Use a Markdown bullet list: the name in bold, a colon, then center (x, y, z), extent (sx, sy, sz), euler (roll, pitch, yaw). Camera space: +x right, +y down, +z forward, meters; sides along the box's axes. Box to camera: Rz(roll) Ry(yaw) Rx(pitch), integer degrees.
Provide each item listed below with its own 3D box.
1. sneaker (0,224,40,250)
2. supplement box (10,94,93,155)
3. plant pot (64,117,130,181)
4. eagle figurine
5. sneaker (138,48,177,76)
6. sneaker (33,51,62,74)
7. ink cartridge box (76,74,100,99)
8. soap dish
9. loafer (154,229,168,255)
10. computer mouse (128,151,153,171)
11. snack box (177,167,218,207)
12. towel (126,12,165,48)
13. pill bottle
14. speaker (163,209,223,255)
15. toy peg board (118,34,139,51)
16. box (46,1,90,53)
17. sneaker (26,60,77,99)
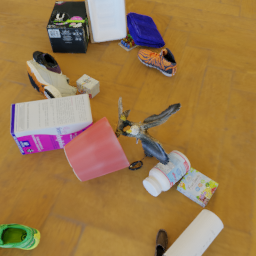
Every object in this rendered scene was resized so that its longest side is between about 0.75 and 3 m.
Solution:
- **sneaker**: center (-3.874, 3.226, 8.490), extent (2.299, 0.961, 0.852), euler (-3, 54, -1)
- **supplement box**: center (-2.790, -0.156, 10.727), extent (2.873, 1.454, 1.485), euler (-10, 54, -8)
- **plant pot**: center (-1.124, 0.852, 9.795), extent (1.761, 1.990, 1.990), euler (-28, 57, -4)
- **eagle figurine**: center (0.597, 0.086, 8.898), extent (2.299, 1.744, 1.735), euler (8, 39, 29)
- **sneaker**: center (1.410, -3.363, 13.075), extent (2.110, 1.182, 0.819), euler (30, 68, 15)
- **sneaker**: center (-3.910, -3.331, 13.443), extent (0.798, 0.923, 2.108), euler (-36, 61, -24)
- **ink cartridge box**: center (-1.782, -1.871, 12.538), extent (0.847, 0.615, 0.613), euler (31, 59, 21)
- **soap dish**: center (-1.110, -5.803, 14.433), extent (1.992, 2.532, 1.028), euler (-11, 37, -8)
- **loafer**: center (1.032, 3.597, 8.581), extent (0.381, 0.370, 1.042), euler (8, 53, 6)
- **computer mouse**: center (0.640, 1.038, 10.572), extent (0.472, 0.274, 1.610), euler (38, 62, 24)
- **snack box**: center (2.415, 2.048, 9.747), extent (1.102, 0.373, 0.930), euler (30, 59, 22)
- **towel**: center (0.887, -5.235, 14.818), extent (1.783, 0.598, 2.415), euler (0, 51, -22)
- **pill bottle**: center (1.335, 1.589, 9.764), extent (1.645, 0.895, 0.895), euler (-37, 62, -24)
- **speaker**: center (1.995, 3.417, 8.444), extent (1.997, 0.811, 0.811), euler (-39, 62, -25)
- **toy peg board**: center (0.034, -4.513, 14.673), extent (0.778, 0.382, 0.781), euler (-35, 60, -24)
- **box**: center (-2.964, -5.240, 14.498), extent (1.818, 1.522, 2.448), euler (2, 53, 1)
- **sneaker**: center (-3.430, -2.100, 12.568), extent (1.338, 1.101, 2.909), euler (-31, 66, -30)
